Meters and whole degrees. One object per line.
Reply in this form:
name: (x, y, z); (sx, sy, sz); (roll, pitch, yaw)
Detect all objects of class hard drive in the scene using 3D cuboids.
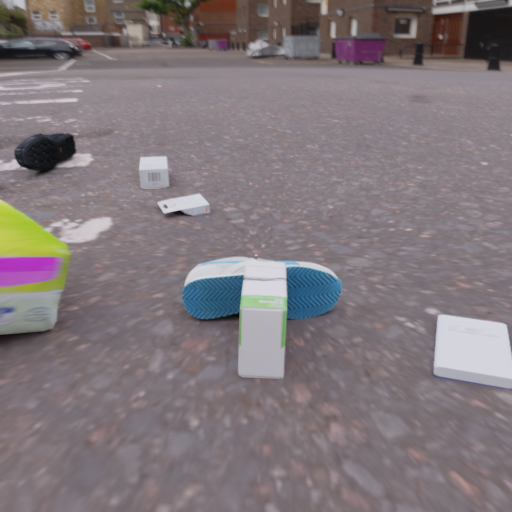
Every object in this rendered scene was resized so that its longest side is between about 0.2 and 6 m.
hard drive: (2.486, 1.071, 6.442); (0.800, 0.154, 1.213); (7, 24, 17)

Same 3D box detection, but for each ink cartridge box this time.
ink cartridge box: (-1.463, -0.973, 11.307); (0.926, 0.232, 0.751); (-15, 27, -15)
ink cartridge box: (0.087, 0.689, 6.407); (0.508, 0.880, 1.209); (2, 24, 2)

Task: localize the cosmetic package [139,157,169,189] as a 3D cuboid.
cosmetic package: (-2.433, -1.999, 13.348); (0.674, 0.491, 1.327); (-3, 21, -8)

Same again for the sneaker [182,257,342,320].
sneaker: (0.087, 0.342, 7.392); (2.062, 0.789, 0.833); (1, 23, -2)

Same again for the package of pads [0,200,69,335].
package of pads: (-4.327, -0.142, 7.039); (2.786, 1.230, 3.606); (0, 19, -46)

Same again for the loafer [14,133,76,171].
loafer: (-5.608, -2.712, 14.603); (0.933, 0.903, 2.658); (-3, 18, 7)
